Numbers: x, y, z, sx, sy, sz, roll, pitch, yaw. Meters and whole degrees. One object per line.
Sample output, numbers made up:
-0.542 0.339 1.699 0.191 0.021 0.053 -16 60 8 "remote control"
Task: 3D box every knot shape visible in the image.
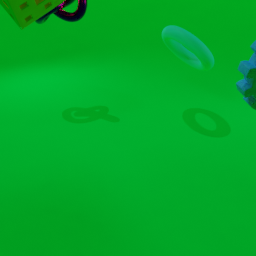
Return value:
-2.098 -4.097 9.002 1.799 0.888 1.922 13 75 21 "knot shape"

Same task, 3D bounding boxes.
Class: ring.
1.845 -2.453 8.698 1.921 0.384 1.921 38 4 -3 "ring"

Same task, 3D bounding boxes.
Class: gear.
2.118 -0.789 3.787 1.255 1.255 0.232 -6 39 -11 "gear"

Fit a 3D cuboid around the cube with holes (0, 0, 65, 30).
-1.300 -2.012 3.388 0.933 0.933 0.933 -40 2 -11 "cube with holes"
